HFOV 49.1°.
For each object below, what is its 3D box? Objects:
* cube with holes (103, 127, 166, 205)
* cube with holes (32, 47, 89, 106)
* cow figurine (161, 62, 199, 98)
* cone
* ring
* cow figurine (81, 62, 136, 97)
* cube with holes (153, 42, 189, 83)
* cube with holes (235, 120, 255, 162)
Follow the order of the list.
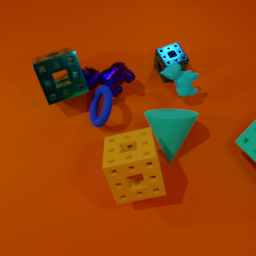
[{"bbox_3d":[0.155,0.924,6.960,1.222,1.222,1.222,-13,31,6],"label":"cube with holes"},{"bbox_3d":[-2.067,-1.619,8.531,1.246,1.246,1.246,-21,26,-10],"label":"cube with holes"},{"bbox_3d":[1.552,-1.419,8.430,1.102,1.120,0.615,-13,27,-13],"label":"cow figurine"},{"bbox_3d":[1.212,0.313,7.974,1.502,1.502,1.508,-1,103,0],"label":"cone"},{"bbox_3d":[-0.818,-0.649,8.368,0.255,1.274,1.274,11,59,-29],"label":"ring"},{"bbox_3d":[-0.683,-1.672,8.899,1.449,1.472,0.808,45,30,-5],"label":"cow figurine"},{"bbox_3d":[1.423,-2.180,9.356,0.816,0.816,0.816,-21,65,-10],"label":"cube with holes"},{"bbox_3d":[3.907,0.452,7.254,1.251,1.251,1.251,-52,40,19],"label":"cube with holes"}]
